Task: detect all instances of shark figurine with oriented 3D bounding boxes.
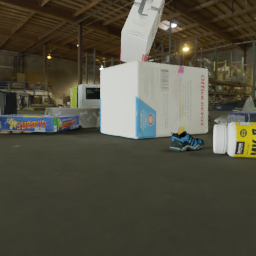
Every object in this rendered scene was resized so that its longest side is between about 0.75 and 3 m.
[{"bbox_3d":[4.956,-0.738,11.051,2.677,1.117,1.600,-15,14,-19],"label":"shark figurine"}]

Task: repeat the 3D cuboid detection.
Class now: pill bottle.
[{"bbox_3d":[1.916,0.189,4.538,0.996,0.569,0.569,1,5,12],"label":"pill bottle"}]

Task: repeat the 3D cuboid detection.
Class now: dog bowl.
[{"bbox_3d":[-2.216,-0.464,11.625,2.626,0.770,2.626,0,4,0],"label":"dog bowl"}]

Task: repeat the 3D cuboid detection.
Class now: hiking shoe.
[{"bbox_3d":[1.141,0.235,5.233,0.840,0.364,0.312,-4,6,-39],"label":"hiking shoe"}]

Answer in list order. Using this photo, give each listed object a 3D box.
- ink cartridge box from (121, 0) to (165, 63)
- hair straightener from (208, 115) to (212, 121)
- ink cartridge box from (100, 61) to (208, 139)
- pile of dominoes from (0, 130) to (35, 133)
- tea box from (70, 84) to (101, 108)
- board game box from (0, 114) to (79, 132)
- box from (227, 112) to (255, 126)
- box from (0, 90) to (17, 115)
[{"bbox_3d":[0.510,-3.441,9.497,0.926,2.184,1.590,20,-21,4],"label":"ink cartridge box"},{"bbox_3d":[3.626,-0.588,14.622,0.986,0.524,2.563,3,6,36],"label":"hair straightener"},{"bbox_3d":[0.912,-0.767,8.205,2.958,1.901,1.852,-2,4,-35],"label":"ink cartridge box"},{"bbox_3d":[-4.243,-0.099,9.183,2.559,0.407,1.995,-2,5,-23],"label":"pile of dominoes"},{"bbox_3d":[-1.384,-1.254,14.590,2.757,1.842,2.712,-2,5,-22],"label":"tea box"},{"bbox_3d":[-3.062,-0.185,8.876,2.510,0.432,1.699,2,5,16],"label":"board game box"},{"bbox_3d":[3.110,-0.045,6.837,0.948,0.668,1.282,0,4,-3],"label":"box"},{"bbox_3d":[-7.171,-1.036,13.364,2.677,1.650,2.656,1,3,4],"label":"box"}]
